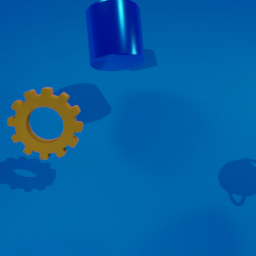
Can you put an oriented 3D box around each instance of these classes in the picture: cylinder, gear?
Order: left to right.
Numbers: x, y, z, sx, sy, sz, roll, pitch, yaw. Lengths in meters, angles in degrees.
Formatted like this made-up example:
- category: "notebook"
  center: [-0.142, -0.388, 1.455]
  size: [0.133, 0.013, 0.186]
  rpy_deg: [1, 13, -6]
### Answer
- category: "gear"
  center: [-1.660, -0.084, 5.690]
  size: [1.434, 1.434, 0.265]
  rpy_deg: [-2, 14, -1]
- category: "cylinder"
  center: [-0.325, -2.291, 7.103]
  size: [1.387, 1.387, 1.387]
  rpy_deg: [-5, 87, -4]
